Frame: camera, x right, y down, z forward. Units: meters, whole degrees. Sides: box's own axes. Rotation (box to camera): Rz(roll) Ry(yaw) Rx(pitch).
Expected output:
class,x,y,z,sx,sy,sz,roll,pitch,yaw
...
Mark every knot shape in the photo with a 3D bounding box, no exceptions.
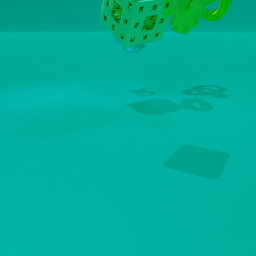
class,x,y,z,sx,sy,sz,roll,pitch,yaw
knot shape,-0.030,-2.951,9.521,1.135,0.560,1.213,30,18,-21
knot shape,2.389,-4.123,8.713,0.949,1.922,2.054,33,-27,-29

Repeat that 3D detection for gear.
class,x,y,z,sx,sy,sz,roll,pitch,yaw
gear,1.531,-3.096,7.020,0.264,1.426,1.426,12,15,-22

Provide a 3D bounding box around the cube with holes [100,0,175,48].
class,x,y,z,sx,sy,sz,roll,pitch,yaw
cube with holes,0.195,-2.932,6.937,1.184,1.184,1.184,-22,61,-30
